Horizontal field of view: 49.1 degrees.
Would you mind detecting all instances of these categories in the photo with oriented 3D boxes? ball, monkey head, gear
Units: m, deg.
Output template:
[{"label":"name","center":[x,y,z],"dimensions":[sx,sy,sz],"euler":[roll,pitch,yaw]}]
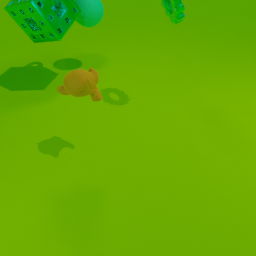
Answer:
[{"label":"ball","center":[-1.364,-4.010,9.576],"dimensions":[1.068,1.068,1.068],"euler":[0,39,0]},{"label":"monkey head","center":[-0.939,-0.836,5.878],"dimensions":[1.157,0.833,0.697],"euler":[-3,28,44]},{"label":"gear","center":[1.065,-3.159,6.951],"dimensions":[0.207,1.117,1.117],"euler":[-26,41,1]}]

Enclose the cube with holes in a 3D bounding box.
[{"label":"cube with holes","center":[-2.514,-3.547,8.417],"dimensions":[1.315,1.315,1.315],"euler":[9,61,36]}]
